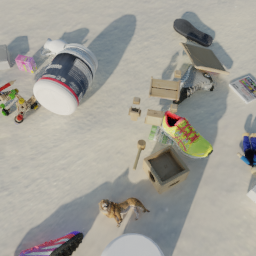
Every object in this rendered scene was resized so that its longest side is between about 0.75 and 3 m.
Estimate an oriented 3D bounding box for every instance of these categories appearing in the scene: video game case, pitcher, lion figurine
[{"bbox_3d":[5.369,-1.723,12.557,1.146,0.144,1.257,-23,58,-14],"label":"video game case"},{"bbox_3d":[-3.564,-3.840,13.668,1.248,0.757,1.071,18,68,24],"label":"pitcher"},{"bbox_3d":[-0.135,2.685,9.437,1.583,0.574,0.970,-11,48,-24],"label":"lion figurine"}]

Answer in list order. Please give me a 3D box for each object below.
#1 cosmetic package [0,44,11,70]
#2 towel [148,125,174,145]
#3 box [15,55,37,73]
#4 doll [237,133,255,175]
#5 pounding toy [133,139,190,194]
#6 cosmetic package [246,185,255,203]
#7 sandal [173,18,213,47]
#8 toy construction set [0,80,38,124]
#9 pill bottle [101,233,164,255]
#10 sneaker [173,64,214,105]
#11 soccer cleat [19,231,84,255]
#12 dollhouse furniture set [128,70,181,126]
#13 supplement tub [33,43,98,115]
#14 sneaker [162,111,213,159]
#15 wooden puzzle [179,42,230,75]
[{"bbox_3d":[-6.059,-3.382,13.429,0.662,0.559,1.240,-14,55,-13],"label":"cosmetic package"},{"bbox_3d":[1.406,0.241,11.224,1.038,0.159,0.774,14,56,10],"label":"towel"},{"bbox_3d":[-4.754,-2.994,13.082,0.762,0.670,0.368,13,57,7],"label":"box"},{"bbox_3d":[4.664,0.991,10.579,1.117,0.397,1.637,5,62,-6],"label":"doll"},{"bbox_3d":[0.918,1.326,10.068,1.676,0.873,1.907,-25,60,-16],"label":"pounding toy"},{"bbox_3d":[4.931,2.499,9.481,0.771,0.541,1.519,-34,63,-21],"label":"cosmetic package"},{"bbox_3d":[3.262,-4.844,14.512,2.304,0.493,0.876,38,71,12],"label":"sandal"},{"bbox_3d":[-4.434,-1.244,11.333,1.550,1.859,1.428,37,58,13],"label":"toy construction set"},{"bbox_3d":[0.113,3.724,7.226,1.744,2.917,1.744,0,56,0],"label":"pill bottle"},{"bbox_3d":[2.961,-1.770,12.143,1.419,0.922,2.458,24,58,13],"label":"sneaker"},{"bbox_3d":[-2.630,3.834,8.418,2.703,0.922,0.989,-33,57,-18],"label":"soccer cleat"},{"bbox_3d":[1.034,-1.226,10.811,1.753,1.003,2.055,9,73,2],"label":"dollhouse furniture set"},{"bbox_3d":[-2.524,-2.048,11.711,1.866,1.866,2.660,16,57,11],"label":"supplement tub"},{"bbox_3d":[2.074,0.191,10.317,0.949,1.097,2.429,-37,50,-19],"label":"sneaker"},{"bbox_3d":[3.484,-3.176,12.992,1.942,0.391,2.099,4,44,-28],"label":"wooden puzzle"}]
